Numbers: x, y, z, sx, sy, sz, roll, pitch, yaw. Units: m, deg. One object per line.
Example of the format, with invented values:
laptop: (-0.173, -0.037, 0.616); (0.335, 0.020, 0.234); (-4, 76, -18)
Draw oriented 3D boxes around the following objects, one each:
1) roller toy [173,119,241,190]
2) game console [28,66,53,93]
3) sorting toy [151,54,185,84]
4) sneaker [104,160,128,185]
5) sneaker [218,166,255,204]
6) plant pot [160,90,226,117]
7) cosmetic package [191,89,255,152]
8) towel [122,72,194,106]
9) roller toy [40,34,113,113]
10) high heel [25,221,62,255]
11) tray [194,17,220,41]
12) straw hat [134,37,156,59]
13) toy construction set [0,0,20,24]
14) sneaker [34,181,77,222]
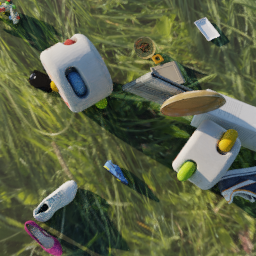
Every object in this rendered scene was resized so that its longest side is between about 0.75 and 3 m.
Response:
roller toy: (2.782, 0.933, 9.742); (1.651, 2.155, 2.363); (35, 99, 10)
game console: (-3.416, -2.508, 12.210); (1.138, 0.232, 1.929); (24, 72, 9)
sorting toy: (1.703, -2.242, 12.078); (1.244, 0.301, 2.210); (-16, 70, -11)
sneaker: (-0.372, 1.659, 10.522); (1.151, 0.380, 0.451); (40, 70, 14)
sneaker: (4.763, 1.944, 10.005); (2.996, 1.175, 1.190); (-14, 65, 6)
plant pot: (2.082, -0.795, 9.113); (2.109, 2.109, 0.290); (-5, 77, -2)
cosmetic package: (4.034, -0.248, 10.667); (2.874, 1.458, 1.024); (24, 69, 8)
towel: (1.189, -1.261, 10.245); (2.299, 2.213, 0.397); (18, 77, -25)
roller toy: (-2.043, -2.043, 10.726); (2.012, 2.627, 2.880); (-31, 72, -11)
high heel: (-2.872, 3.754, 9.506); (0.532, 0.758, 1.580); (-42, 75, -15)
tray: (3.667, -4.584, 13.054); (0.653, 0.135, 1.217); (-26, 71, -10)
straw hat: (0.781, -3.619, 12.506); (1.003, 1.003, 0.424); (19, 28, 7)
toy construction set: (-5.894, -5.428, 13.021); (1.743, 0.803, 1.143); (7, 45, -5)
sneaker: (-2.551, 2.593, 9.977); (0.652, 0.743, 1.853); (41, 73, 16)
